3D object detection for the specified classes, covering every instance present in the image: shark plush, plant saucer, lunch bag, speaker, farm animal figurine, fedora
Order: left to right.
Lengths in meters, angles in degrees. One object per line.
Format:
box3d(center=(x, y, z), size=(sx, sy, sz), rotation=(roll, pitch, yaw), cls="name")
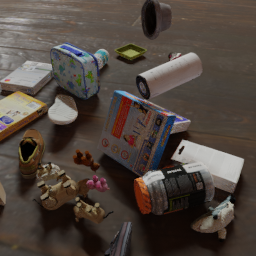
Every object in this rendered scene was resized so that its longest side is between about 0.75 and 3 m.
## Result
box3d(center=(-1.601, 1.910, 8.315), size=(2.250, 1.186, 2.275), rotation=(-15, 47, 1), cls="farm animal figurine")
box3d(center=(-2.457, -2.713, 13.086), size=(2.666, 2.143, 1.099), rotation=(30, 48, 34), cls="lunch bag")
box3d(center=(0.167, -4.509, 16.729), size=(1.423, 0.341, 1.425), rotation=(-32, 49, -33), cls="plant saucer")
box3d(center=(1.330, -4.825, 12.287), size=(0.902, 1.766, 1.997), rotation=(-10, 8, -14), cls="fedora")
box3d(center=(1.395, -1.754, 9.337), size=(2.168, 0.880, 0.880), rotation=(-26, 45, -17), cls="speaker")
box3d(center=(2.597, 2.350, 8.123), size=(0.776, 0.847, 1.864), rotation=(-4, 31, 48), cls="shark plush")

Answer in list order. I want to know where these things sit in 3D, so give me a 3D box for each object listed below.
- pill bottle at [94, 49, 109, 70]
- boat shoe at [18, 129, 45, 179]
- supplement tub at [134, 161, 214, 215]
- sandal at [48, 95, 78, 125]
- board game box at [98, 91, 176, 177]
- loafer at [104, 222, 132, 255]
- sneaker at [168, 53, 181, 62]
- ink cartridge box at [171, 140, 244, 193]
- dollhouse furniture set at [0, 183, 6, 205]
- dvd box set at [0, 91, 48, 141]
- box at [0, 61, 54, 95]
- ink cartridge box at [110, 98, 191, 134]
box3d(center=(-1.622, -3.705, 15.394), size=(0.790, 0.790, 1.425), rotation=(12, 42, 14), cls="pill bottle")
box3d(center=(-3.435, 0.675, 9.988), size=(0.844, 0.798, 2.347), rotation=(-10, 40, -12), cls="boat shoe")
box3d(center=(1.318, 1.777, 8.250), size=(2.109, 1.292, 1.292), rotation=(-10, 40, -14), cls="supplement tub")
box3d(center=(-2.689, -0.647, 11.799), size=(1.126, 0.680, 2.767), rotation=(11, 25, -10), cls="sandal")
box3d(center=(0.215, 0.178, 9.446), size=(2.211, 2.258, 0.631), rotation=(30, 21, 31), cls="board game box")
box3d(center=(-0.375, 3.273, 6.867), size=(0.686, 0.783, 2.179), rotation=(4, 42, 11), cls="loafer")
box3d(center=(2.516, -3.935, 15.903), size=(0.625, 0.527, 1.430), rotation=(18, 39, 22), cls="sneaker")
box3d(center=(2.661, 1.243, 9.507), size=(2.181, 0.549, 1.189), rotation=(18, 43, 23), cls="ink cartridge box")
box3d(center=(-4.864, 0.839, 8.419), size=(1.748, 2.529, 2.678), rotation=(-9, 52, -12), cls="dollhouse furniture set")
box3d(center=(-5.085, -0.550, 11.817), size=(1.983, 0.398, 2.710), rotation=(24, 45, 26), cls="dvd box set")
box3d(center=(-4.979, -2.617, 14.287), size=(1.859, 0.491, 2.385), rotation=(10, 39, 13), cls="box")
box3d(center=(0.845, -0.486, 10.857), size=(2.432, 0.578, 2.461), rotation=(30, 22, 30), cls="ink cartridge box")
